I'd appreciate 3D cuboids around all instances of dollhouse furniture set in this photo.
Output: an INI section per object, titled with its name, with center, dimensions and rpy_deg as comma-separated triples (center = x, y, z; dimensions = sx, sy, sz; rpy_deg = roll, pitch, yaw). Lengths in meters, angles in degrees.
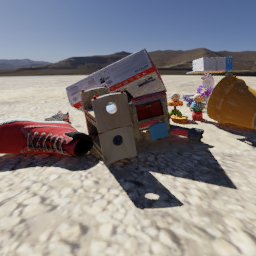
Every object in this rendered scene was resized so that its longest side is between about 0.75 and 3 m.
[dollhouse furniture set]
center = 0.158, -0.396, 8.115
dimensions = 2.552, 1.789, 1.799
rpy_deg = -15, 18, -17

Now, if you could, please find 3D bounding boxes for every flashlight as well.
[flashlight]
center = 1.679, 0.172, 9.471
dimensions = 1.635, 0.554, 0.556
rpy_deg = 15, 22, 32

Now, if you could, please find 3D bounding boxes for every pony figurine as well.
[pony figurine]
center = 4.199, -1.673, 14.810
dimensions = 2.388, 2.060, 2.474
rpy_deg = -1, -5, -45

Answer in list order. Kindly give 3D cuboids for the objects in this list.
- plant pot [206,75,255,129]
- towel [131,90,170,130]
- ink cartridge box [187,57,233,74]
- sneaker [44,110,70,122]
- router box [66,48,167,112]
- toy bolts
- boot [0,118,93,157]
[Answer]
[plant pot]
center = 4.530, -0.894, 11.283
dimensions = 1.994, 1.994, 1.825
rpy_deg = -12, 34, -40
[towel]
center = 0.842, -0.555, 9.923
dimensions = 1.218, 1.692, 0.192
rpy_deg = -13, 48, 4
[ink cartridge box]
center = 3.270, -2.531, 11.348
dimensions = 1.601, 0.534, 0.927
rpy_deg = -4, 6, -13
[sneaker]
center = -3.103, -0.538, 12.273
dimensions = 1.095, 0.512, 0.386
rpy_deg = -1, 14, -6
[router box]
center = -0.265, -1.383, 10.121
dimensions = 2.980, 0.728, 2.675
rpy_deg = -24, -16, 13
[toy bolts]
center = 2.637, -0.955, 12.577
dimensions = 1.691, 1.173, 1.615
rpy_deg = 1, 14, 4
[boot]
center = -2.437, 0.367, 7.737
dimensions = 2.730, 0.989, 1.969
rpy_deg = -5, 16, -34
